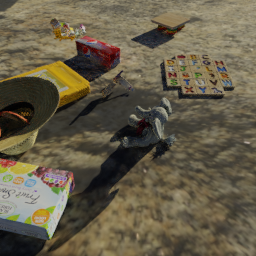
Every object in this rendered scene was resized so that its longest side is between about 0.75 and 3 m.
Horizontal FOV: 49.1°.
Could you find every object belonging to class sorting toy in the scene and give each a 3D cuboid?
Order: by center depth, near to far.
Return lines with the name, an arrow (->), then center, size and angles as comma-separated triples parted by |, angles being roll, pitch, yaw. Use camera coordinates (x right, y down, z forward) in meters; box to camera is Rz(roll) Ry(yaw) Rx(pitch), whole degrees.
sorting toy -> 2.039, -5.022, 13.533 | 1.364, 0.475, 1.355 | 33, 52, 32

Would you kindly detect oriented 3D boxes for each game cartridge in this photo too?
game cartridge -> -2.852, -1.385, 9.509 | 2.545, 0.413, 2.243 | -31, 50, -28

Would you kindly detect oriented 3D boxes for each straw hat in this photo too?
straw hat -> -2.995, -0.020, 7.347 | 2.890, 1.223, 2.890 | -6, 45, 6

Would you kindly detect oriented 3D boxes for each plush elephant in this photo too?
plush elephant -> 0.606, -0.150, 7.538 | 1.519, 1.176, 1.251 | 12, 43, 13

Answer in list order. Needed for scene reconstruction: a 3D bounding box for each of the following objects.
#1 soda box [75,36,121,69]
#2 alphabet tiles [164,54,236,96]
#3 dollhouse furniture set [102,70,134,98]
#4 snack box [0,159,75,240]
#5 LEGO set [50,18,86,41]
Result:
soda box -> -1.202, -3.043, 11.163 | 1.933, 0.677, 0.613 | 28, 49, 28
alphabet tiles -> 2.601, -2.080, 10.521 | 2.401, 0.091, 2.885 | 1, 42, 2
dollhouse furniture set -> -0.366, -1.253, 9.614 | 0.774, 0.865, 1.091 | 43, 74, -11
snack box -> -2.419, 1.488, 6.173 | 2.064, 0.547, 1.468 | 8, 42, 9
LEGO set -> -2.013, -3.081, 8.475 | 0.724, 0.586, 1.574 | -23, -4, 26
